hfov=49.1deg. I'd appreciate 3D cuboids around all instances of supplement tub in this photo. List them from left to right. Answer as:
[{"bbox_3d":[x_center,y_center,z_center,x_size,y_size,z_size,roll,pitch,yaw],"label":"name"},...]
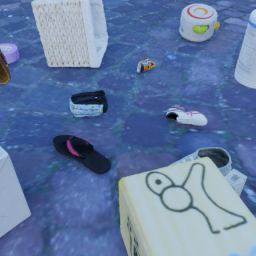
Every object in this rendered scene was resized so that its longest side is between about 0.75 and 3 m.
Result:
[{"bbox_3d":[5.025,-2.895,10.232,1.670,2.531,1.670,-1,39,0],"label":"supplement tub"}]

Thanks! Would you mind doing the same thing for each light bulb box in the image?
[{"bbox_3d":[-3.268,1.067,5.880,1.980,1.963,1.236,30,47,33],"label":"light bulb box"}]

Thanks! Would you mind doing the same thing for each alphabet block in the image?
[{"bbox_3d":[0.977,1.941,4.889,1.877,1.887,1.922,-10,40,-14],"label":"alphabet block"}]

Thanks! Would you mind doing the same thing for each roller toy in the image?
[{"bbox_3d":[3.471,-5.193,13.926,1.709,1.309,1.873,38,62,25],"label":"roller toy"}]

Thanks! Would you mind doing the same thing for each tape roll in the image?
[{"bbox_3d":[-5.512,-3.260,12.330,1.316,0.432,1.316,0,39,0],"label":"tape roll"}]

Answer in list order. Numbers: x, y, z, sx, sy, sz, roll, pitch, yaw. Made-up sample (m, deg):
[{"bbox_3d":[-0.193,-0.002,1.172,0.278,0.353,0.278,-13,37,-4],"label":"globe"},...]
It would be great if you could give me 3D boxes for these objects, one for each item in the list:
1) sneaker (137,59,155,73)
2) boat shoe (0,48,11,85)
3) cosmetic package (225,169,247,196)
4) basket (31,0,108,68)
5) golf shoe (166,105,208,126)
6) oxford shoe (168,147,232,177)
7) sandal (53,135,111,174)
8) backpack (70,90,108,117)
[{"bbox_3d":[0.737,-2.540,11.487,0.409,0.415,1.060,28,46,23],"label":"sneaker"},{"bbox_3d":[-3.121,-1.524,5.330,1.055,2.931,0.990,-40,85,0],"label":"boat shoe"},{"bbox_3d":[2.277,1.426,6.254,0.489,0.944,0.345,-30,49,-32],"label":"cosmetic package"},{"bbox_3d":[-2.242,-4.321,11.839,2.291,2.849,2.824,-2,39,7],"label":"basket"},{"bbox_3d":[1.820,-0.289,8.732,1.324,0.481,0.610,19,47,35],"label":"golf shoe"},{"bbox_3d":[1.355,1.125,6.752,2.757,0.796,1.036,-19,46,-18],"label":"oxford shoe"},{"bbox_3d":[-1.269,0.574,7.672,1.972,0.444,0.741,26,46,28],"label":"sandal"},{"bbox_3d":[-1.324,-0.783,9.121,1.137,0.874,0.927,3,43,-24],"label":"backpack"}]
